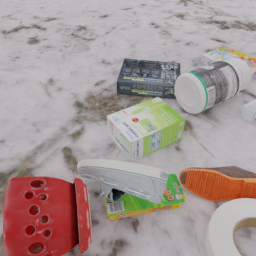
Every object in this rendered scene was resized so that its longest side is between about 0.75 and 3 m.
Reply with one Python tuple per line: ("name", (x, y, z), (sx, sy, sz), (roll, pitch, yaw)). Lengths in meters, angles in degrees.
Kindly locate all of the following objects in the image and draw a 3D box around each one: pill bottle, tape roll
("pill bottle", (3.560, -1.824, 11.620), (2.972, 1.681, 1.681), (-23, 45, -26))
("tape roll", (3.241, 2.933, 6.914), (2.619, 0.479, 2.619), (1, 40, 0))

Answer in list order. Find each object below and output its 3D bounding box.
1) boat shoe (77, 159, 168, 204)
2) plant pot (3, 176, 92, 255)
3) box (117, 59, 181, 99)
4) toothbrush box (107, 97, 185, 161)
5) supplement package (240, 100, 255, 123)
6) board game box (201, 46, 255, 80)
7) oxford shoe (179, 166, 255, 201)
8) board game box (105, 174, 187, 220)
("boat shoe", (-0.344, 1.479, 7.645), (2.963, 1.034, 1.055), (1, 71, 36))
("plant pot", (-1.859, 2.111, 6.736), (1.834, 2.014, 2.014), (-5, 40, -13))
("box", (1.014, -2.331, 12.956), (2.802, 0.715, 2.209), (5, 39, 5))
("toothbrush box", (0.628, -0.030, 10.037), (2.270, 0.977, 1.653), (-22, 45, -22))
("supplement package", (5.056, -0.704, 11.147), (1.000, 0.569, 0.548), (-24, 44, -24))
("board game box", (5.412, -3.321, 14.312), (1.837, 0.468, 2.733), (-28, 48, -29))
("oxford shoe", (2.823, 1.581, 8.364), (2.624, 0.936, 0.957), (11, 23, 4))
("board game box", (0.465, 1.963, 8.189), (2.283, 0.342, 1.090), (-9, 41, -6))
